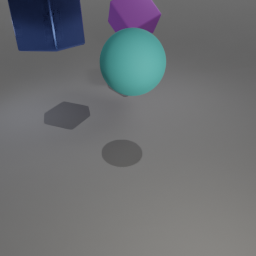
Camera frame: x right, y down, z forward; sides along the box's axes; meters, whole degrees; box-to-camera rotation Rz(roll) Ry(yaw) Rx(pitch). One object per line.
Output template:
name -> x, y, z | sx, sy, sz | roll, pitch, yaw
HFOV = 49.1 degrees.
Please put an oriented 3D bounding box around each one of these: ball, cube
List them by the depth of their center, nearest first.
ball -> 0.100, -1.384, 5.937 | 1.400, 1.400, 1.400 | 0, 31, 0
cube -> -2.240, -2.985, 7.918 | 1.400, 1.400, 1.400 | 8, 26, 24
cube -> 0.207, -4.267, 10.855 | 1.400, 1.400, 1.400 | -34, -3, -11
